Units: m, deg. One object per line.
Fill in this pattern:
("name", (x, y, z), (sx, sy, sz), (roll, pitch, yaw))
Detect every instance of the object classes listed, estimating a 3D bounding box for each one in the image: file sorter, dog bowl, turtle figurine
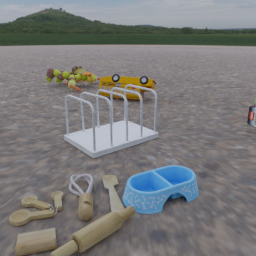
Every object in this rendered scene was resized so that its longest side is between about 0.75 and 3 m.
("file sorter", (-0.366, -0.259, 6.142), (1.761, 1.097, 1.222), (-16, 24, -36))
("dog bowl", (0.500, 0.865, 4.153), (1.217, 0.302, 0.679), (-11, 23, -27))
("turtle figurine", (-2.288, -2.155, 11.772), (2.219, 0.886, 2.752), (8, 21, 21))

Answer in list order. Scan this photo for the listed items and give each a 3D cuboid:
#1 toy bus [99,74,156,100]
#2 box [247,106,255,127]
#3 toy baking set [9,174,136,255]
("toy bus", (-0.022, -1.423, 9.741), (1.903, 0.745, 0.620), (8, -1, 18))
("box", (4.601, -0.171, 6.784), (2.786, 0.484, 1.533), (-3, 20, -8))
("toy baking set", (-0.669, 1.033, 3.784), (1.908, 0.222, 1.464), (-16, 25, -38))
